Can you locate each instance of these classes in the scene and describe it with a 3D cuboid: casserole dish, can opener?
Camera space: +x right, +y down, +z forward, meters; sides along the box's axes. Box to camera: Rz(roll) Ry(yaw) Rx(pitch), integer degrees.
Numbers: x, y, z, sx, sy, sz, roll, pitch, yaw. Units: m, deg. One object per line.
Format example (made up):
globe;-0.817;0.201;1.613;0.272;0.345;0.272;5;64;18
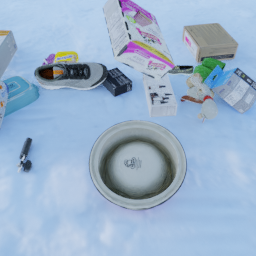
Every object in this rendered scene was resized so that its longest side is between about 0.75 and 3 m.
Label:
casserole dish;-4.744;-1.214;10.715;2.737;0.531;1.658;-34;55;-30
can opener;-3.215;0.878;8.830;0.431;0.342;1.298;23;39;-27

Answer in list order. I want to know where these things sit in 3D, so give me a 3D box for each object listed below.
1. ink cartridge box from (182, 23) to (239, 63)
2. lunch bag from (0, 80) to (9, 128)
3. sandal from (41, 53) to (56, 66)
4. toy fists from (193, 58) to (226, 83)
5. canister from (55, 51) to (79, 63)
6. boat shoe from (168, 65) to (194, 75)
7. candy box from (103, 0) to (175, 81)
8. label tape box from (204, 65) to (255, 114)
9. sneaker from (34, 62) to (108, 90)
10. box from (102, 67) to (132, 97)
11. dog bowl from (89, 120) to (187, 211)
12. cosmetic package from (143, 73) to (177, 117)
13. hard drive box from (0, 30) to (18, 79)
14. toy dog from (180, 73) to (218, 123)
ink cartridge box;3.829;-4.094;13.329;1.862;0.849;2.260;-8;46;-7
lunch bag;-5.102;-0.796;9.463;1.772;0.836;2.212;6;79;9
sandal;-3.591;-3.034;12.644;0.553;0.334;1.359;2;45;2
toy fists;3.383;-2.428;11.877;0.910;0.614;1.786;33;52;19
canister;-2.694;-2.718;12.158;1.036;0.604;1.395;-3;47;-3
boat shoe;2.215;-2.547;12.134;1.240;0.371;0.443;3;45;3
candy box;0.237;-2.403;7.246;1.484;0.664;2.176;17;46;-36
label tape box;3.990;-1.609;10.566;1.879;0.621;1.346;42;54;3
sneaker;-2.219;-2.050;10.894;2.879;1.141;1.064;-5;86;0
box;-0.502;-1.886;11.404;0.857;0.479;1.214;-22;50;-24
dog bowl;0.264;1.097;7.811;2.608;0.961;2.608;-1;59;1
cosmetic package;1.191;-1.453;10.886;0.988;0.606;2.394;-3;45;-4
hard drive box;-6.388;-3.248;12.369;2.084;1.027;2.674;-1;45;0
toy dog;2.409;-0.977;9.970;1.604;1.171;2.432;54;23;-2
